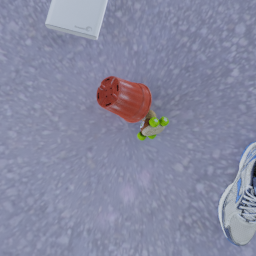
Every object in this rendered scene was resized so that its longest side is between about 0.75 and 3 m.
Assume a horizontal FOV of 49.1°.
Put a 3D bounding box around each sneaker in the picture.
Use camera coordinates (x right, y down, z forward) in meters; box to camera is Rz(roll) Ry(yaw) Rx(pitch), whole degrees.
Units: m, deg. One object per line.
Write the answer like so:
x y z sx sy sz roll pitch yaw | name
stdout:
3.203 1.684 7.244 1.109 1.227 2.880 17 86 3 | sneaker

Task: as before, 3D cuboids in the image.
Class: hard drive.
-1.348 -3.858 8.129 1.517 0.307 2.300 14 86 0 | hard drive

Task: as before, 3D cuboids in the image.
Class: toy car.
0.528 -0.252 7.655 0.730 0.760 0.925 -5 57 -40 | toy car

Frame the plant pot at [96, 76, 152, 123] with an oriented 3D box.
-0.156 -0.784 7.284 1.127 1.096 1.127 -11 73 39 | plant pot
